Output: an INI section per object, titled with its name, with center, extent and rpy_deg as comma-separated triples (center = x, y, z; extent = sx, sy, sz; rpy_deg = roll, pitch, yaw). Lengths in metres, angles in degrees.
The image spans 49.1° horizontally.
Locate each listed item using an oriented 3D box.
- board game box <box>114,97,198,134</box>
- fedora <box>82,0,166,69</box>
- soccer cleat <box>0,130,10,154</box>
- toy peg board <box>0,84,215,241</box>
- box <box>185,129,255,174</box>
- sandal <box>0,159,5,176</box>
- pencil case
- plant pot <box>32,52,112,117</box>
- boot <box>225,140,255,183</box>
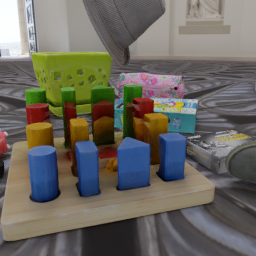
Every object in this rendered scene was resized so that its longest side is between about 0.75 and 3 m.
[board game box]
center = 0.742, -0.432, 7.794
extent = 2.280, 0.535, 1.721
rpy_deg = 4, 18, 14
[fedora]
center = -0.032, -2.094, 4.224
extent = 0.988, 1.935, 2.187
rpy_deg = -21, 53, 13
[soccer cleat]
center = -3.212, 0.168, 5.758
extent = 1.926, 0.642, 0.737
rpy_deg = 16, 25, 34
[toy peg board]
center = -0.513, 0.138, 4.556
extent = 2.774, 1.357, 2.763
rpy_deg = -6, 18, -17
[box]
center = 1.915, 0.402, 5.421
extent = 1.387, 0.335, 1.098
rpy_deg = -8, 19, -23
[sandal]
center = -3.273, 0.698, 3.931
extent = 2.874, 0.648, 1.079
rpy_deg = -16, 23, -41
[pencil case]
center = 0.863, -1.486, 10.328
extent = 2.467, 1.078, 1.078
rpy_deg = 7, 19, 17
[plant pot]
center = -1.780, -1.446, 8.851
extent = 2.029, 1.851, 2.039
rpy_deg = -10, 20, -27
[boot]
center = 2.306, 0.897, 3.408
extent = 1.931, 0.771, 2.124
rpy_deg = 1, 24, 11
